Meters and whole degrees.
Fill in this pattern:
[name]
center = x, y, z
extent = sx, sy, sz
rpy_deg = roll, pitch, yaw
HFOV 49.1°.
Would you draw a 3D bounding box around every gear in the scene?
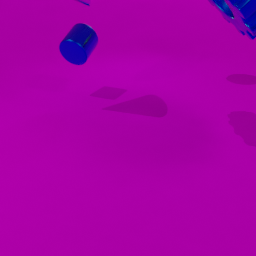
[gear]
center = 1.630, -2.421, 4.821
extent = 2.032, 0.376, 2.032
rpy_deg = 41, 22, -20

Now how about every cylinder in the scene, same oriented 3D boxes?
[cylinder]
center = -1.387, -2.376, 7.959
extent = 0.850, 0.850, 0.850
rpy_deg = 11, 54, 18

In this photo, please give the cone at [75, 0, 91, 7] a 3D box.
[cone]
center = -1.662, -3.277, 5.788
extent = 1.567, 1.561, 1.561
rpy_deg = -8, 31, -6
